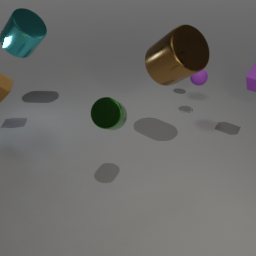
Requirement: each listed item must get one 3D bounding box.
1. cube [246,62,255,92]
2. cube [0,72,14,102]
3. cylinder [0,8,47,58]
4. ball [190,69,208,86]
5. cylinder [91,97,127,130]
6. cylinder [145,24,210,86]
[{"bbox_3d":[4.382,-1.623,9.183,0.700,0.700,0.700,27,75,35],"label":"cube"},{"bbox_3d":[-4.683,-1.505,10.113,0.700,0.700,0.700,32,36,-35],"label":"cube"},{"bbox_3d":[-4.217,-3.783,11.268,1.400,1.400,1.400,-30,7,40],"label":"cylinder"},{"bbox_3d":[2.893,-2.079,11.417,0.700,0.700,0.700,0,29,0],"label":"ball"},{"bbox_3d":[-0.423,-0.310,6.426,0.700,0.700,0.700,6,-2,11],"label":"cylinder"},{"bbox_3d":[1.438,-2.121,8.370,1.400,1.400,1.400,-18,0,-29],"label":"cylinder"}]
